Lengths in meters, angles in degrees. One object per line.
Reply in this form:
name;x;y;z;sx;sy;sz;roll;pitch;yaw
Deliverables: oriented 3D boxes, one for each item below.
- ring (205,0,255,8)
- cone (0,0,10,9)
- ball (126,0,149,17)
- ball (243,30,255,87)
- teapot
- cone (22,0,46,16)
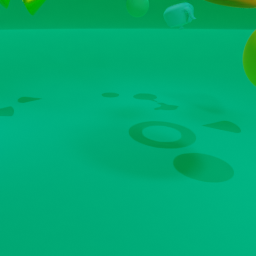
ring;2.112;-2.735;5.306;1.886;0.377;1.886;0;42;0
cone;-3.465;-3.659;6.815;1.133;1.129;1.129;7;15;-32
ball;0.321;-4.155;9.457;0.770;0.770;0.770;0;22;0
ball;2.461;-1.128;4.381;1.236;1.236;1.236;0;22;0
teapot;1.754;-3.722;9.407;1.005;0.792;1.617;-19;14;-20
cone;-2.725;-4.073;8.663;0.891;0.888;0.888;-18;21;5
